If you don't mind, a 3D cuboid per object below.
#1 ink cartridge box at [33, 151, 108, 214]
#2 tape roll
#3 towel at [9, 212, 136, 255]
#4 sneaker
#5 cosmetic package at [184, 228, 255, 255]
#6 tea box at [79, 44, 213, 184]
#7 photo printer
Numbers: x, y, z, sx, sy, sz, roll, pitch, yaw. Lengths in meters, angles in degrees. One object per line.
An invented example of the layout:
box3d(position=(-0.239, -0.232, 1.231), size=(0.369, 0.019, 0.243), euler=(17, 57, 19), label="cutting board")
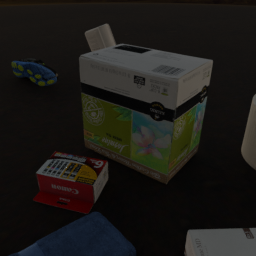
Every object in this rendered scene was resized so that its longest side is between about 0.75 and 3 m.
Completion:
box3d(position=(-1.258, 1.156, 6.185), size=(1.347, 0.565, 1.183), euler=(8, 31, 13), label="ink cartridge box")
box3d(position=(4.140, 0.140, 6.972), size=(2.272, 1.560, 2.272), euler=(0, 29, 0), label="tape roll")
box3d(position=(-1.163, 2.259, 4.208), size=(2.445, 0.593, 1.365), euler=(-21, 35, -31), label="towel")
box3d(position=(-4.050, -2.640, 12.461), size=(2.893, 1.026, 1.199), euler=(21, 42, 38), label="sneaker")
box3d(position=(1.870, 2.117, 4.397), size=(1.778, 0.658, 0.904), euler=(0, 29, -3), label="cosmetic package")
box3d(position=(0.370, -0.504, 7.040), size=(2.651, 2.608, 1.771), euler=(20, 35, 31), label="tea box")
box3d(position=(-1.133, -3.704, 13.216), size=(0.722, 2.081, 1.731), euler=(-30, 22, -23), label="photo printer")
